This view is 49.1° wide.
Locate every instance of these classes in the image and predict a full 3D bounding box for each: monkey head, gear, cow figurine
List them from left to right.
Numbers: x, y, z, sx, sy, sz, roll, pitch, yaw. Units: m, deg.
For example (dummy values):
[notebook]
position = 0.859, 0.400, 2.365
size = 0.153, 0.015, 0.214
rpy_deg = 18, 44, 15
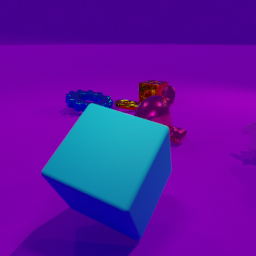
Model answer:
[gear]
position = -1.441, -1.000, 10.511
size = 1.739, 0.322, 1.739
rpy_deg = 9, 25, -4
[monkey head]
position = 0.854, -0.197, 7.279
size = 1.340, 1.122, 1.862
rpy_deg = 23, 59, 29
[cow figurine]
position = 3.143, 0.012, 6.318
size = 0.598, 1.089, 1.072
rpy_deg = 16, -32, -29

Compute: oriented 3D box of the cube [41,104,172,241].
[cube]
position = -0.184, 0.598, 3.842
size = 1.194, 1.194, 1.194
rpy_deg = 18, 60, 22

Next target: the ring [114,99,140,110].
[ring]
position = 0.002, -0.899, 10.754
size = 1.081, 0.216, 1.081
rpy_deg = 8, 16, -2

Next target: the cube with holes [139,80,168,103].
[cube with holes]
position = 1.047, -1.438, 11.502
size = 0.892, 0.892, 0.892
rpy_deg = 12, 22, 32
